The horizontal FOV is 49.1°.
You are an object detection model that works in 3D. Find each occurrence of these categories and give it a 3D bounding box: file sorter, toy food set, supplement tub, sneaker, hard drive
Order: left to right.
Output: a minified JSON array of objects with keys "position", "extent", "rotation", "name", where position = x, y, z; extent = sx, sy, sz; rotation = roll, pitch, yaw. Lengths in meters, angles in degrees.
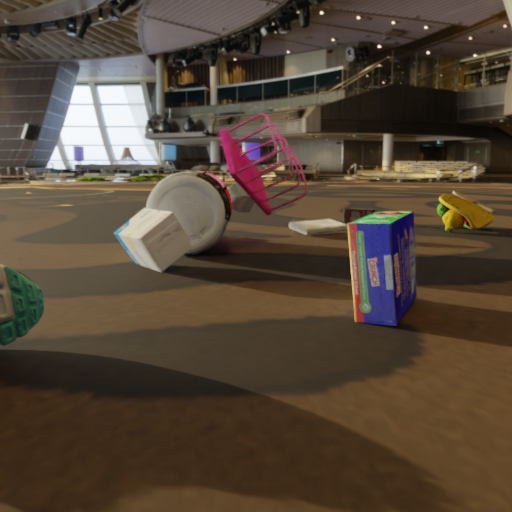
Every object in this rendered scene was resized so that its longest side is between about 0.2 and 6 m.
[{"position":[-3.719,0.491,5.890],"extent":[2.820,1.094,1.286],"rotation":[-2,6,-17],"name":"sneaker"},{"position":[-1.427,-1.067,12.709],"extent":[1.732,1.732,2.827],"rotation":[0,9,0],"name":"supplement tub"},{"position":[0.238,-2.106,12.849],"extent":[1.204,1.334,1.920],"rotation":[-24,-32,16],"name":"file sorter"},{"position":[1.671,-0.787,15.090],"extent":[1.328,0.177,0.876],"rotation":[-6,18,-28],"name":"hard drive"},{"position":[5.856,-1.071,15.911],"extent":[1.531,0.850,2.602],"rotation":[30,24,20],"name":"toy food set"}]

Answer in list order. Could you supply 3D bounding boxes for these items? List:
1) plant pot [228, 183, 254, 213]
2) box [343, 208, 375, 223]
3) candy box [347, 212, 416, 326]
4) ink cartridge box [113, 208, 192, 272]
[{"position":[-0.491,-1.627,15.527],"extent":[0.676,0.662,0.663],"rotation":[-9,52,-34],"name":"plant pot"},{"position":[3.222,-1.245,17.506],"extent":[0.926,0.464,0.347],"rotation":[5,11,23],"name":"box"},{"position":[1.685,0.103,7.296],"extent":[0.574,1.261,1.491],"rotation":[-1,9,24],"name":"candy box"},{"position":[-1.890,-0.303,10.275],"extent":[0.809,0.795,1.099],"rotation":[-43,30,-24],"name":"ink cartridge box"}]
